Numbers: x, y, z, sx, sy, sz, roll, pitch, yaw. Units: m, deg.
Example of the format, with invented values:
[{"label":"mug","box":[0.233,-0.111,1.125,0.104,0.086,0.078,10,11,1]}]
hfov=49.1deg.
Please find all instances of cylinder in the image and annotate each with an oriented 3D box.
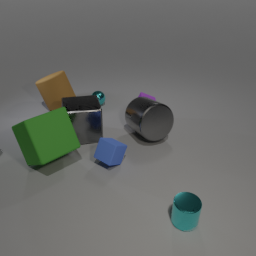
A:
[{"label":"cylinder","box":[1.465,2.101,7.065,0.700,0.700,0.700,0,33,0]},{"label":"cylinder","box":[-3.279,-1.713,12.826,1.400,1.400,1.400,-19,22,8]},{"label":"cylinder","box":[0.778,-0.377,10.571,1.400,1.400,1.400,-12,21,-21]}]

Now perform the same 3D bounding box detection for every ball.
[{"label":"ball","box":[-1.431,-1.436,13.434,0.700,0.700,0.700,0,29,0]}]

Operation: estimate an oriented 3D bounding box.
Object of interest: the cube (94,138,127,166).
[{"label":"cube","box":[-0.572,0.766,9.209,0.700,0.700,0.700,24,9,29]}]

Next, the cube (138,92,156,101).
[{"label":"cube","box":[0.725,-0.953,11.733,0.700,0.700,0.700,19,34,-18]}]

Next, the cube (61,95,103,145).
[{"label":"cube","box":[-1.754,-0.321,10.704,1.400,1.400,1.400,-6,30,-12]}]

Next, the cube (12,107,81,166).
[{"label":"cube","box":[-2.641,0.283,9.015,1.400,1.400,1.400,-26,9,-37]}]
